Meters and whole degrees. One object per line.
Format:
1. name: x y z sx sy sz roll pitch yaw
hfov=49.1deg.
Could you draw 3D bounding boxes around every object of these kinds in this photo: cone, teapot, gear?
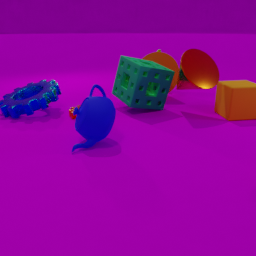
1. cone: 1.119 -1.977 10.405 1.509 1.509 1.514 3 10 7
2. teapot: -0.810 -0.188 6.167 0.834 1.704 1.060 20 -21 -24
3. cone: 1.749 -1.416 8.193 1.267 1.267 1.272 -11 -15 -27
4. gear: -2.958 -0.920 8.475 1.823 0.337 1.823 -11 31 7
5. gear: -1.183 -0.469 8.238 1.066 0.197 1.066 0 20 0

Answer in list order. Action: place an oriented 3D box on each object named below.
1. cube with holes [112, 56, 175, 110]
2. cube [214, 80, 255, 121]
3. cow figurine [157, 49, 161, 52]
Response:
1. cube with holes: 0.434 -1.387 8.630 1.233 1.233 1.233 1 25 -32
2. cube: 3.164 -0.815 8.070 0.948 0.948 0.948 -3 21 -8
3. cow figurine: 1.039 -2.589 11.250 0.531 0.952 0.967 44 75 9
